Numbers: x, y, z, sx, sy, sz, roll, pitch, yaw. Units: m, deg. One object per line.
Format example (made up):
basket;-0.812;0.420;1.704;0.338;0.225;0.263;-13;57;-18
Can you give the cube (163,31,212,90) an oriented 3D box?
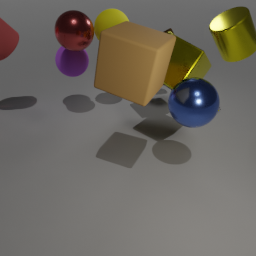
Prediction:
cube;1.612;-1.958;9.023;1.400;1.400;1.400;38;11;24

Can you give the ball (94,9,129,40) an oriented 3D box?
ball;-0.613;-3.877;10.875;1.400;1.400;1.400;0;29;0

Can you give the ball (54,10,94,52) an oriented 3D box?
ball;-1.910;-3.458;10.013;1.400;1.400;1.400;0;29;0

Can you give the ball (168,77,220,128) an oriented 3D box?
ball;1.823;-0.704;7.813;1.400;1.400;1.400;0;29;0

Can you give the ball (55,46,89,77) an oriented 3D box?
ball;-2.368;-2.882;11.892;1.400;1.400;1.400;0;29;0

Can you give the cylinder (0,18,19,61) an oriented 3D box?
cylinder;-5.115;-3.497;10.521;1.400;1.400;1.400;-14;60;25

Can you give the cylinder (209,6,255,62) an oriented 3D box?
cylinder;3.851;-3.368;10.141;1.400;1.400;1.400;-25;37;21

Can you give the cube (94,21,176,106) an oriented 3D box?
cube;0.165;-1.609;6.816;1.400;1.400;1.400;22;36;13

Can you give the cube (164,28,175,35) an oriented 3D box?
cube;1.419;-2.688;10.935;1.400;1.400;1.400;-25;71;10
